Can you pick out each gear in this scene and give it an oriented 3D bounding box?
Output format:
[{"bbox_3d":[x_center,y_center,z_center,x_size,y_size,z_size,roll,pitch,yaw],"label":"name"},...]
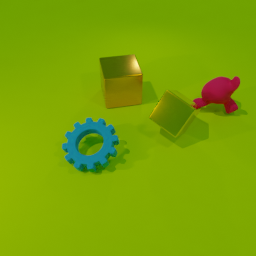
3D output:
[{"bbox_3d":[-1.033,0.447,7.779,1.538,0.284,1.538,-4,61,8],"label":"gear"}]

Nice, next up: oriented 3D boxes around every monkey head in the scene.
[{"bbox_3d":[2.961,-1.007,8.886,1.009,1.674,1.204,-16,79,-49],"label":"monkey head"}]

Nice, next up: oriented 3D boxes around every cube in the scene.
[{"bbox_3d":[1.395,-0.444,8.187,0.984,0.984,0.984,38,20,17],"label":"cube"},{"bbox_3d":[-0.250,-1.591,9.512,1.256,1.256,1.256,-8,46,-8],"label":"cube"}]
